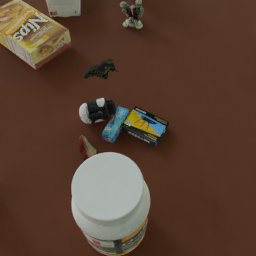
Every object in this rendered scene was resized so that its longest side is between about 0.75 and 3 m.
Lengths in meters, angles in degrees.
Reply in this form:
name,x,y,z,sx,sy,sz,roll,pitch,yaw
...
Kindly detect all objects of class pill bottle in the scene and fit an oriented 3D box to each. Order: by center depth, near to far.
name,x,y,z,sx,sy,sz,roll,pitch,yaw
pill bottle,-0.322,1.654,5.793,1.523,2.618,1.523,0,57,1

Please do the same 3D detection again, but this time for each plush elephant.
name,x,y,z,sx,sy,sz,roll,pitch,yaw
plush elephant,0.180,-4.276,10.798,0.879,1.067,0.826,5,78,18

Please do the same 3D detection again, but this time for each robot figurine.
name,x,y,z,sx,sy,sz,roll,pitch,yaw
robot figurine,-0.909,-0.500,8.342,1.069,0.804,0.667,-15,70,1

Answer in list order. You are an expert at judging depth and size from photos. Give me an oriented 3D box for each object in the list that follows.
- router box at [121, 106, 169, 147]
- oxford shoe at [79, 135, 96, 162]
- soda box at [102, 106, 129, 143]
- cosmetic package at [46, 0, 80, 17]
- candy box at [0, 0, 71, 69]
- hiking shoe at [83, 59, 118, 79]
name,x,y,z,sx,sy,sz,roll,pitch,yaw
router box,0.509,-0.051,8.294,1.151,0.294,0.858,26,60,16
oxford shoe,-1.113,0.632,7.891,0.390,0.367,1.043,3,46,-35
soda box,-0.355,-0.106,8.302,0.367,0.347,1.082,22,59,13
cosmetic package,-2.646,-5.781,11.676,1.274,0.928,2.506,-5,56,-3
candy box,-3.705,-3.512,10.236,2.934,0.811,1.694,36,62,22
hiking shoe,-0.692,-1.352,6.858,0.849,0.322,0.427,-25,97,12
